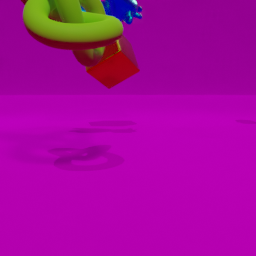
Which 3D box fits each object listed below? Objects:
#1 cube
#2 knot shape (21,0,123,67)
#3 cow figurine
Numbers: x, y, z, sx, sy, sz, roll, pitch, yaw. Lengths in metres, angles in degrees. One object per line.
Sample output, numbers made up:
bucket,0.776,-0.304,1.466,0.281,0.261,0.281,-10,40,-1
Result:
cube,-0.502,-1.985,7.849,1.108,1.108,1.108,-27,-30,21
knot shape,-0.779,-1.441,3.275,0.744,1.507,1.611,-42,13,13
cow figurine,-0.609,-2.216,5.823,1.609,1.635,0.898,14,45,-12
